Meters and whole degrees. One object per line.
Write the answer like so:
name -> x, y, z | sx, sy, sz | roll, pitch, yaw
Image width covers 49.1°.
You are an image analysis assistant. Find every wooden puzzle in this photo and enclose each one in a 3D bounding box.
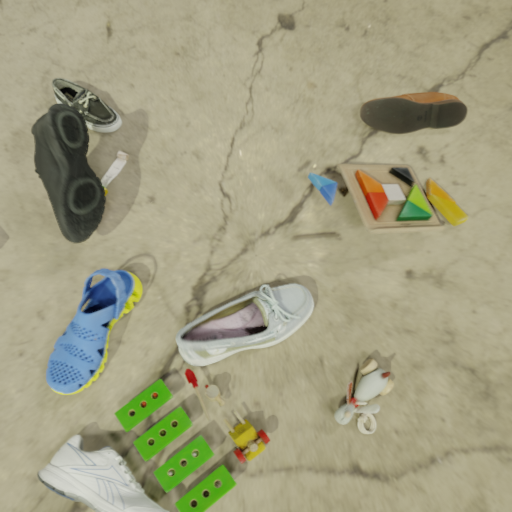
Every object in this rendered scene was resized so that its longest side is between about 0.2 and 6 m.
wooden puzzle -> 2.505, -1.127, 10.327 | 2.813, 0.329, 1.897 | -10, 56, -27

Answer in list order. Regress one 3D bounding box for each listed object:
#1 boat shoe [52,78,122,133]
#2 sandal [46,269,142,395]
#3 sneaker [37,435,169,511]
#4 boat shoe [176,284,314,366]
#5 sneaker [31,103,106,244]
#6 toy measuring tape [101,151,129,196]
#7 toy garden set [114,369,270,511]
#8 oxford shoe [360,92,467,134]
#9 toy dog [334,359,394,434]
boat shoe -> -3.595, -3.167, 11.735 | 1.740, 0.554, 0.615 | 30, 67, 14
sandal -> -2.771, 1.118, 9.280 | 0.944, 1.034, 2.375 | 17, 66, 9
sneaker -> -2.166, 3.368, 8.291 | 2.112, 0.787, 0.920 | 23, 60, 11
boat shoe -> -0.155, 1.090, 9.414 | 2.463, 0.790, 0.908 | -19, 64, -9
sneaker -> -3.412, -1.405, 9.993 | 1.094, 0.915, 2.410 | -8, 90, 40
toy measuring tape -> -3.131, -1.419, 10.762 | 0.726, 0.726, 1.973 | 25, 66, 12
toy garden set -> -0.946, 2.784, 8.797 | 1.683, 0.403, 2.019 | -36, 68, -15
oxford shoe -> 3.185, -3.052, 11.684 | 2.191, 0.781, 0.781 | -1, 41, -6
toy dog -> 1.777, 2.180, 8.892 | 0.786, 0.574, 1.191 | 27, 65, -4
